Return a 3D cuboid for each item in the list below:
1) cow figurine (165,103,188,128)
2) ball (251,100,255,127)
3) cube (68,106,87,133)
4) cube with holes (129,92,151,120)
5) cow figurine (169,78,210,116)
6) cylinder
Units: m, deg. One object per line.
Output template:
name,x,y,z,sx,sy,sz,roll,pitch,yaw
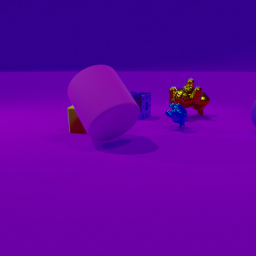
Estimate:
cow figurine,1.541,-0.362,8.335,0.893,0.498,0.908,34,-8,-19
ball,3.920,-0.386,7.416,1.230,1.230,1.230,0,13,0
cube,-1.271,-0.294,8.202,0.736,0.736,0.736,0,14,8
cube with holes,0.273,-0.837,10.315,0.894,0.894,0.894,6,14,25
cow figurine,2.242,-0.999,10.364,1.697,1.670,0.932,-23,56,-11
cylinder,-0.604,-0.597,6.864,1.360,1.360,1.360,-9,55,-36
